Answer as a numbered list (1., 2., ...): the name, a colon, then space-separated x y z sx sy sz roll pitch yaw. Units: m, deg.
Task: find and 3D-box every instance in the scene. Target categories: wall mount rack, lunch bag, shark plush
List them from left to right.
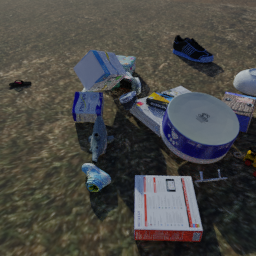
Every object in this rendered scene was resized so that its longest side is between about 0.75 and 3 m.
1. shark plush: -1.170 0.471 9.898 0.962 0.882 2.117 8 36 11
2. lunch bag: -0.613 -3.426 15.445 2.130 0.821 1.709 9 34 11
3. wall mount rack: 2.557 1.466 8.667 0.950 0.826 0.354 -9 76 16

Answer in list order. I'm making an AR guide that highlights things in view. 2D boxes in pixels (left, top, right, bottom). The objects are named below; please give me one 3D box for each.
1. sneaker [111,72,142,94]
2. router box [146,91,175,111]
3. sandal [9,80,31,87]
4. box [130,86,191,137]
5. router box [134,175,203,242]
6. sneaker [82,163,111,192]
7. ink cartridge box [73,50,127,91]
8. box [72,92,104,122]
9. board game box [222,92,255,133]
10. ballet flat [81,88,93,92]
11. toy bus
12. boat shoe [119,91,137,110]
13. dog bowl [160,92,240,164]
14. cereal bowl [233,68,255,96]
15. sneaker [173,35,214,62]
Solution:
1. sneaker: -0.275 -2.190 13.579 1.329 0.920 2.201 -10 28 -21
2. router box: 1.449 -1.115 11.638 1.159 0.296 0.864 20 40 26
3. sandal: -5.558 -2.345 14.414 1.104 0.249 0.415 -7 36 -10
4. box: 1.858 -0.819 11.977 2.852 0.587 2.223 -19 39 -26
5. router box: 1.040 2.170 7.858 1.728 0.470 1.925 1 35 2
6. sneaker: -1.174 1.562 8.746 1.141 0.454 0.745 22 39 29
7. ink cartridge box: -1.176 -2.479 12.250 1.712 1.256 1.250 -17 73 -57
8. box: -1.643 -0.881 11.670 1.207 0.633 1.110 1 60 2
9. board game box: 4.442 -0.680 11.551 1.286 0.781 1.613 15 39 23
10. ballet flat: -2.068 -1.413 12.930 0.550 0.550 1.583 8 41 10
11. toy bus: 4.519 0.937 9.370 1.434 0.741 1.353 -3 35 -6
12. boat shoe: 0.078 -1.082 11.266 0.653 0.604 1.770 -19 12 7
13. dog bowl: 2.533 -0.067 10.001 2.604 1.025 2.604 5 48 -6
14. cereal bowl: 6.399 -2.412 14.018 2.006 0.835 2.006 -1 36 0
15. sneaker: 3.982 -4.896 17.238 2.900 1.130 1.017 28 43 34
